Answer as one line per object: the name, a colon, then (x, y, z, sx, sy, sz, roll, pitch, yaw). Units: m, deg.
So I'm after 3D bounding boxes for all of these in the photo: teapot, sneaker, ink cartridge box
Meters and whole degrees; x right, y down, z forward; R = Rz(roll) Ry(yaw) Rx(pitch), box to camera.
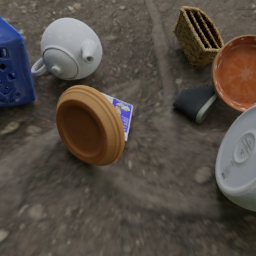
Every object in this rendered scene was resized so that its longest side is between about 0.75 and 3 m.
teapot: (-2.068, -2.382, 9.313, 2.202, 2.231, 1.629, 26, 57, -1)
teapot: (3.693, 0.897, 6.774, 2.102, 2.841, 2.879, 24, 71, -8)
sneaker: (2.491, -1.222, 9.297, 1.139, 0.802, 2.144, 34, 62, 23)
ink cartridge box: (-0.618, -0.346, 8.541, 1.423, 0.312, 1.437, 22, 51, -15)

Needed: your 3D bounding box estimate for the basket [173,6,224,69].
basket: (2.682, -3.381, 10.070, 1.370, 1.430, 1.920, -22, 76, -8)

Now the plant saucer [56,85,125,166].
plant saucer: (-1.139, 0.032, 7.505, 2.329, 2.329, 0.436, 32, 39, 20)

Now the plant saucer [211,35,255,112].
plant saucer: (3.715, -1.651, 8.672, 2.371, 0.383, 2.371, 0, 90, -6)

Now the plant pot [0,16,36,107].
plant pot: (-4.455, -1.939, 8.565, 2.111, 2.348, 2.349, -28, 53, -31)
